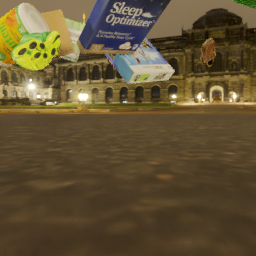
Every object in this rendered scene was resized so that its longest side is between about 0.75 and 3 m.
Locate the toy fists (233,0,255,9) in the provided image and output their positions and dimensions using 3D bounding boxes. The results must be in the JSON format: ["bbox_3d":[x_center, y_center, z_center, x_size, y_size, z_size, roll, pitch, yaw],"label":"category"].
[{"bbox_3d":[2.647,-3.571,6.804,2.417,0.831,1.232,4,27,-31],"label":"toy fists"}]

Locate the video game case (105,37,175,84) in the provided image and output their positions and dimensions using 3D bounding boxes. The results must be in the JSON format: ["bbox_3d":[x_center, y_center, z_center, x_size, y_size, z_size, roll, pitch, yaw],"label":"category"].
[{"bbox_3d":[0.197,-2.378,9.015,1.943,2.144,0.487,-13,-30,-44],"label":"video game case"}]

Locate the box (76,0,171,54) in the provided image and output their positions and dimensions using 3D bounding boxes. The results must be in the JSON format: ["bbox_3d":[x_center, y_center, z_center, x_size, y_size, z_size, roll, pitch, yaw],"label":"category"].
[{"bbox_3d":[0.085,-2.940,6.749,1.775,0.475,2.930,-11,-26,-38],"label":"box"}]

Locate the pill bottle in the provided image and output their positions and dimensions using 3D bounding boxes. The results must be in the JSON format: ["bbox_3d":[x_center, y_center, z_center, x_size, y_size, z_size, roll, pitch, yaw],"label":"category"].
[{"bbox_3d":[-2.891,-2.128,6.826,1.815,1.008,1.008,-24,-4,17],"label":"pill bottle"}]

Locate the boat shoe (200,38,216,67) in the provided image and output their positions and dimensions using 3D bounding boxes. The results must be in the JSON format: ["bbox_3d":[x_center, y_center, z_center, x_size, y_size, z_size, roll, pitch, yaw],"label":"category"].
[{"bbox_3d":[3.293,-3.007,11.233,0.590,0.557,1.640,-35,-16,4],"label":"boat shoe"}]

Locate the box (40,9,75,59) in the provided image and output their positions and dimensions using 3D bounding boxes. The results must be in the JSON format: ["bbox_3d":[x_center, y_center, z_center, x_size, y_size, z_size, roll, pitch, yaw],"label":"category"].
[{"bbox_3d":[-3.324,-3.559,10.968,2.133,1.744,0.227,-24,18,-26],"label":"box"}]

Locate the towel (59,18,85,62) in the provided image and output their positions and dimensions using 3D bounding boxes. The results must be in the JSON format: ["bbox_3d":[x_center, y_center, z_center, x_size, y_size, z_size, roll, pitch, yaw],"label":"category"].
[{"bbox_3d":[-2.626,-3.864,12.259,1.269,1.701,0.261,17,9,0],"label":"towel"}]

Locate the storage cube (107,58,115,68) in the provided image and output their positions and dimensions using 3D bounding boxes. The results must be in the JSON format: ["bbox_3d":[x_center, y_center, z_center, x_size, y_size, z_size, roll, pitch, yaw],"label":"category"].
[{"bbox_3d":[-0.291,-2.885,10.896,0.886,0.796,0.757,-6,-14,21],"label":"storage cube"}]

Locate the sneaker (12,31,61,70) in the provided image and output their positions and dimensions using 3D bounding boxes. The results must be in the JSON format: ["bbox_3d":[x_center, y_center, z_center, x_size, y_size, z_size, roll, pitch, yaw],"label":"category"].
[{"bbox_3d":[-1.926,-1.591,5.747,0.683,0.605,1.634,1,28,11],"label":"sneaker"}]
